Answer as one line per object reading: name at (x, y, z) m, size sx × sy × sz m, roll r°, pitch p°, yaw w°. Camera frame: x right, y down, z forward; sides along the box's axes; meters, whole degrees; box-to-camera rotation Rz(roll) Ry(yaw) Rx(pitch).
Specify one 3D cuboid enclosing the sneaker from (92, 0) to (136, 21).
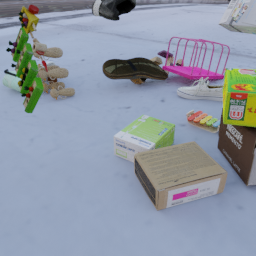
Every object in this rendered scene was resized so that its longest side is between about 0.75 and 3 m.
sneaker at (-0.034, -3.956, 8.317) m, size 1.001 × 0.735 × 2.211 m, roll 34°, pitch 75°, yaw 17°

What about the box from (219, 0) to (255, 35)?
box at (3.691, -3.553, 7.294) m, size 0.566 × 2.143 × 2.749 m, roll 22°, pitch 17°, yaw -16°

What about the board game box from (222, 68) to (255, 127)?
board game box at (3.065, -0.824, 6.665) m, size 1.489 × 0.698 × 2.930 m, roll 6°, pitch 22°, yaw 16°

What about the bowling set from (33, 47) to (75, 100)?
bowling set at (-2.970, -1.851, 10.564) m, size 1.129 × 2.104 × 1.464 m, roll -14°, pitch -10°, yaw -37°

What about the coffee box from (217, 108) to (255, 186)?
coffee box at (3.881, 0.289, 6.519) m, size 2.991 × 1.192 × 1.710 m, roll -3°, pitch 25°, yaw -6°

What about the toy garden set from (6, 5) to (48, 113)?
toy garden set at (-1.769, -1.233, 4.844) m, size 0.300 × 1.255 × 1.506 m, roll 0°, pitch 55°, yaw -39°

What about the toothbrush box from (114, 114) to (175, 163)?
toothbrush box at (0.444, 0.288, 7.182) m, size 1.021 × 0.604 × 1.402 m, roll 19°, pitch 34°, yaw 28°

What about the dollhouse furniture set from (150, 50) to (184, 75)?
dollhouse furniture set at (1.526, -2.580, 12.622) m, size 1.224 × 1.096 × 1.544 m, roll 16°, pitch -11°, yaw -30°

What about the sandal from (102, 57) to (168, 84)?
sandal at (0.271, -2.160, 11.223) m, size 2.939 × 0.802 × 1.201 m, roll -11°, pitch 57°, yaw -32°

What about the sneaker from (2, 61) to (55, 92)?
sneaker at (-3.947, -2.207, 11.228) m, size 1.369 × 0.854 × 2.321 m, roll 15°, pitch 35°, yaw 14°

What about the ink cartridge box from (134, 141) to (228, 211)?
ink cartridge box at (1.067, 0.959, 6.022) m, size 1.571 × 0.590 × 1.294 m, roll -10°, pitch 32°, yaw -16°

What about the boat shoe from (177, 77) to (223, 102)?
boat shoe at (2.738, -1.458, 10.025) m, size 1.918 × 0.818 × 0.708 m, roll 8°, pitch 31°, yaw 14°

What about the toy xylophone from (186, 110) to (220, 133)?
toy xylophone at (2.363, -0.231, 8.402) m, size 1.200 × 0.301 × 0.878 m, roll 19°, pitch 34°, yaw 29°

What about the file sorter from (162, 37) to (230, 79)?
file sorter at (2.867, -2.909, 11.546) m, size 2.269 × 1.423 × 1.577 m, roll -9°, pitch 28°, yaw -38°
